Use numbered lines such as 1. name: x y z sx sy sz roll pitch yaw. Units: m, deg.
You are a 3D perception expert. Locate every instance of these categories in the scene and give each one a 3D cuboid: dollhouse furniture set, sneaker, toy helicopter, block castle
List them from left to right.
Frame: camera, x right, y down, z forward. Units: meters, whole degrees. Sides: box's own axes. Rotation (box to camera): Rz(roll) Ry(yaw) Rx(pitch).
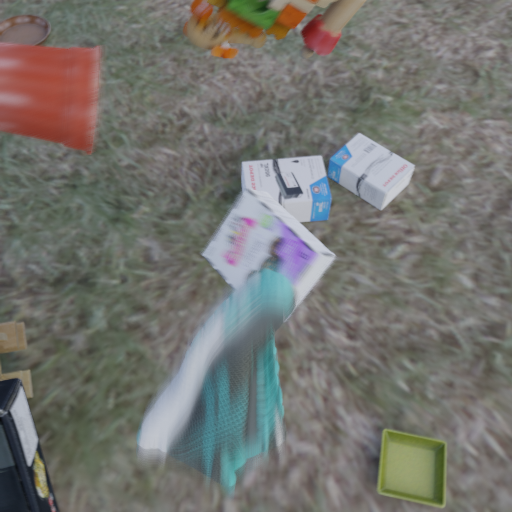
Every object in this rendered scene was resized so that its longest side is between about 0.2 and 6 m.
1. dollhouse furniture set: -3.746 1.847 6.793 1.445 1.906 2.175 -9 81 -6
2. toy helicopter: -0.428 -3.406 8.716 1.347 0.532 0.891 -4 64 -27
3. sneaker: -0.124 1.238 5.250 1.201 2.632 1.021 35 39 6
4. block castle: 0.069 -4.498 8.561 3.104 1.456 2.074 19 53 -26

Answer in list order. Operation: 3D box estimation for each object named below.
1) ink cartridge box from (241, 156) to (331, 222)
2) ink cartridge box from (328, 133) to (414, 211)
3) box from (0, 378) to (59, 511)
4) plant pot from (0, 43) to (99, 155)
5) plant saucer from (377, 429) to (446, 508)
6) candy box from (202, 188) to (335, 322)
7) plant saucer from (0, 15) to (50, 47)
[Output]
1. ink cartridge box: 0.484 -1.107 9.530 1.404 0.591 1.015 -5 56 -4
2. ink cartridge box: 2.002 -1.487 9.841 1.200 0.502 0.870 37 63 22
3. box: -3.800 2.843 5.725 3.283 2.610 0.755 -10 17 -7
4. plant pot: -2.755 -2.067 7.126 1.354 1.392 1.392 4 54 -19
5. plant saucer: 1.982 2.724 7.165 0.828 0.199 0.829 10 56 7
6. candy box: 0.105 -0.002 6.194 1.181 0.990 0.422 45 23 27
7. plant saucer: -5.141 -4.847 12.308 1.257 0.217 1.257 0 55 0
